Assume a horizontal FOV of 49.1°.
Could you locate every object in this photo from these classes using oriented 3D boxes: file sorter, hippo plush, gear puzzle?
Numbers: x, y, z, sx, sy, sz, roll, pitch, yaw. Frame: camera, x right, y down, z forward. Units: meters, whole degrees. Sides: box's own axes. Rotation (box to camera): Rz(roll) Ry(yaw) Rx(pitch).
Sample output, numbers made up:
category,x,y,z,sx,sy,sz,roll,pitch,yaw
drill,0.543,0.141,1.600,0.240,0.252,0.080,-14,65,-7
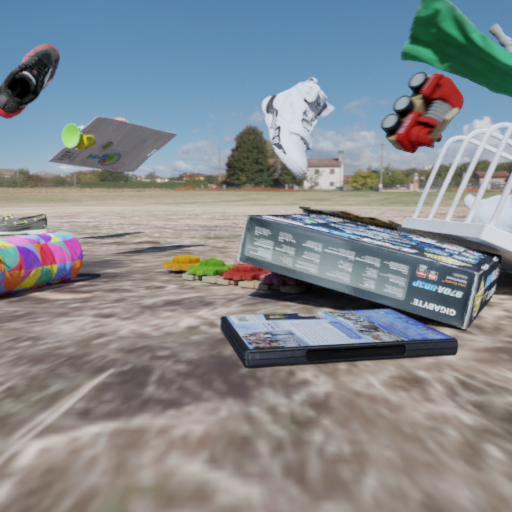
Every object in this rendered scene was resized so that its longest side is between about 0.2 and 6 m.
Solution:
category,x,y,z,sx,sy,sz,roll,pitch,yaw
file sorter,3.332,-0.677,7.003,1.799,1.614,2.592,23,3,-5
hippo plush,5.023,-0.592,10.298,2.480,1.976,1.994,14,-36,-43
gear puzzle,-0.187,0.136,7.770,2.692,0.353,1.394,5,8,37

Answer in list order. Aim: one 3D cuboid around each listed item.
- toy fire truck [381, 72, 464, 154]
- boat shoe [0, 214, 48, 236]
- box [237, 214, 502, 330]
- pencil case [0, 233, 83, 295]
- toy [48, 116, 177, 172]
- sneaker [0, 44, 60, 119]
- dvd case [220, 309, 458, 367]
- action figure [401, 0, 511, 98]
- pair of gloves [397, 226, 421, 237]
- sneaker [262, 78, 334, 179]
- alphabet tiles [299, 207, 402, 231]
category,x,y,z,sx,sy,sz,roll,pitch,yaw
toy fire truck,3.058,-2.442,9.569,1.001,1.369,1.555,34,0,-38
boat shoe,-6.849,-0.882,15.802,1.947,0.582,0.696,-6,9,-44
box,1.282,0.027,6.022,2.354,0.542,1.871,16,12,27
pencil case,-2.813,0.062,6.703,0.739,0.739,1.672,2,4,18
toy,-2.376,-1.943,9.284,1.187,0.487,2.062,-33,-8,24
sneaker,-4.401,-3.501,10.972,0.658,1.862,0.910,43,-28,-28
dvd case,0.579,0.620,4.429,1.595,0.140,1.138,-1,6,-12
action figure,3.887,-3.446,9.631,2.599,0.711,1.535,34,-18,14
pair of gloves,4.055,-0.396,12.616,1.721,0.355,2.024,5,9,13
sneaker,1.121,-3.212,13.593,1.562,2.717,1.021,-29,-38,20
alphabet tiles,2.816,-1.011,15.887,2.618,0.100,3.146,15,-1,-31
